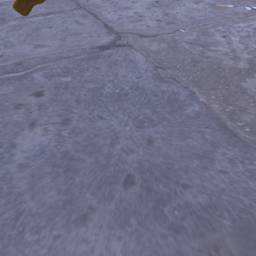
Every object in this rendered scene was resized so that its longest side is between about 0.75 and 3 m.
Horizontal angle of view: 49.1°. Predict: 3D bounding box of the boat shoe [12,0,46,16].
[{"bbox_3d":[-3.194,-4.592,9.404,2.244,0.795,0.778,-6,58,47],"label":"boat shoe"}]
